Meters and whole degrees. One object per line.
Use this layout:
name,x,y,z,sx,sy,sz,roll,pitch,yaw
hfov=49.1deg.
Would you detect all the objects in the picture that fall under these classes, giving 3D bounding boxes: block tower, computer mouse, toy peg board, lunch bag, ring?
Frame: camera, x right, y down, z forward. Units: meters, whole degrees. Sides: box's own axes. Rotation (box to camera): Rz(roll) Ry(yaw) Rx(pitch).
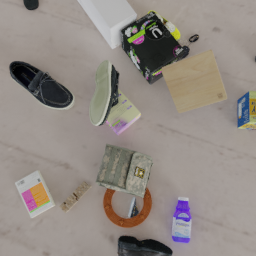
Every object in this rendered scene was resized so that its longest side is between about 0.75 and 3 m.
block tower,-1.919,2.511,10.308,1.299,0.351,0.376,-44,83,-9
computer mouse,2.518,-3.410,11.609,0.392,0.228,1.339,36,80,8
toy peg board,2.425,-1.737,10.158,1.822,0.891,1.814,-16,110,25
lunch bag,-0.077,1.552,10.060,1.819,1.069,1.492,13,71,6
ring,-0.022,2.697,10.236,1.804,0.173,1.804,-1,69,2

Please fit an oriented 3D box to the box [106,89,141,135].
box,-0.371,-0.608,10.812,1.159,0.637,1.317,-41,80,-8

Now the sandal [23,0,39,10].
sandal,-4.314,-6.121,12.023,0.804,0.512,2.139,-18,79,-4

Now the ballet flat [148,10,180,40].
ballet flat,1.471,-4.289,11.612,1.706,0.572,0.570,39,80,7

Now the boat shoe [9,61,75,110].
boat shoe,-3.406,-1.668,10.903,2.939,0.915,1.097,33,78,5

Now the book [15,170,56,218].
book,-3.439,2.437,10.348,0.967,0.348,1.447,-28,79,-4

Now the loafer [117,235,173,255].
loafer,0.575,4.334,9.824,1.946,0.708,0.703,9,96,9

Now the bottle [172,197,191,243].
bottle,1.948,3.282,10.067,0.647,0.506,1.549,7,78,1

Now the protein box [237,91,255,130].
protein box,4.721,-0.636,10.542,0.798,1.174,1.183,4,78,1

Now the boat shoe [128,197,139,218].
boat shoe,0.255,2.930,10.286,0.345,0.269,0.759,15,84,-3

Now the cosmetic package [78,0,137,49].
cosmetic package,-0.985,-4.914,11.226,1.258,1.595,2.964,-34,82,-8

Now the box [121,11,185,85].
box,0.924,-3.102,10.984,1.560,1.305,2.100,-34,80,-7

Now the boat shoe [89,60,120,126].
boat shoe,-0.733,-1.187,10.209,1.028,0.913,2.752,-27,49,34
